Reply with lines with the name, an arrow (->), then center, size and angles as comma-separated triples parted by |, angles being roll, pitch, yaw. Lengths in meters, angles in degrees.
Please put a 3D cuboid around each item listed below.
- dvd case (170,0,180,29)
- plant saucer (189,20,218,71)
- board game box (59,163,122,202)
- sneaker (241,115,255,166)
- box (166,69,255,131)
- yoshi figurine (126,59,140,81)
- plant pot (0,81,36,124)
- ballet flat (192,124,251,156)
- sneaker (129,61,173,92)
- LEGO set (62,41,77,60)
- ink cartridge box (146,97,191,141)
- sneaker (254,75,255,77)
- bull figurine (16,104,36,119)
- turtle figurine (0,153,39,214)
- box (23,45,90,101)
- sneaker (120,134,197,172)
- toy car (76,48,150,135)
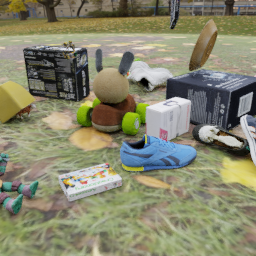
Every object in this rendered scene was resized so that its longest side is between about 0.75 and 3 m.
dvd case -> 1.026, -2.615, 6.077 | 0.118, 0.718, 0.956 | 4, 7, 2
plant saucer -> 3.087, -3.212, 11.233 | 0.375, 2.116, 2.116 | 28, 33, 18
board game box -> -0.993, 1.389, 7.362 | 1.437, 0.249, 0.907 | -12, 27, -26
sneaker -> 4.070, 0.304, 8.341 | 0.878, 0.889, 2.238 | 36, 36, -25
box -> 3.541, -1.296, 11.724 | 2.834, 1.692, 2.881 | -21, 30, -40
yoshi figurine -> 0.651, -3.502, 17.271 | 1.382, 1.387, 2.468 | 19, 17, -28
plant pot -> -4.807, -1.161, 11.373 | 1.217, 1.253, 1.225 | -30, 16, 20
ballet flat -> 2.974, 0.276, 9.154 | 2.132, 0.725, 0.729 | 19, -3, 37
sneaker -> 1.346, -2.624, 15.718 | 2.981, 1.481, 1.162 | 8, -24, -29
LEGO set -> -2.567, -3.287, 12.022 | 0.635, 0.826, 0.478 | 15, 34, 15
ink cartridge box -> 1.442, -0.288, 9.966 | 1.694, 1.226, 0.714 | -21, 31, -39
sneaker -> 7.027, -2.174, 14.476 | 1.451, 1.045, 2.776 | -1, 27, -16
bull figurine -> -4.330, -0.718, 11.814 | 0.892, 0.541, 0.290 | -17, 30, -34
turtle figurine -> -3.280, 1.291, 6.688 | 1.990, 1.002, 1.490 | 21, 43, 7
box -> -3.576, -2.828, 14.254 | 2.988, 2.447, 1.287 | 8, 25, 20
sneaker -> 0.951, 0.657, 8.229 | 2.388, 0.936, 0.787 | -4, 22, -13
toy car -> -0.523, -1.497, 10.623 | 2.390, 2.910, 2.296 | 10, 26, 21
